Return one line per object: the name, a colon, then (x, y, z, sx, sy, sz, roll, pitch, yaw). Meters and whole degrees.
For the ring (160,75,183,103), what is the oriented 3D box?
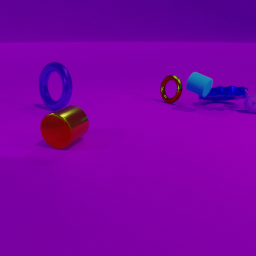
ring: (1.787, -1.623, 11.672, 0.238, 1.191, 1.191, -3, 17, -38)

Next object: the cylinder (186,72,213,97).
cylinder: (2.645, -1.609, 10.379, 0.720, 0.720, 0.720, 31, 33, 28)

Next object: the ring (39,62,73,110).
ring: (-2.759, -1.571, 10.571, 1.807, 1.807, 0.361, 14, 15, 36)

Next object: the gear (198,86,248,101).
gear: (3.783, -1.357, 11.202, 1.856, 0.343, 1.856, 0, -2, 0)

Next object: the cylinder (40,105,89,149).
cylinder: (-1.658, -0.045, 7.412, 0.942, 0.942, 0.942, 7, 20, 20)

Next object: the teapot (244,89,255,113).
teapot: (4.605, -0.939, 10.234, 0.698, 1.122, 0.549, -34, -13, 8)
